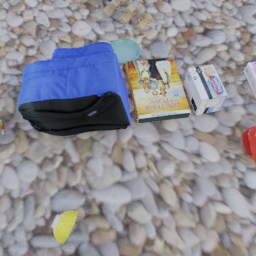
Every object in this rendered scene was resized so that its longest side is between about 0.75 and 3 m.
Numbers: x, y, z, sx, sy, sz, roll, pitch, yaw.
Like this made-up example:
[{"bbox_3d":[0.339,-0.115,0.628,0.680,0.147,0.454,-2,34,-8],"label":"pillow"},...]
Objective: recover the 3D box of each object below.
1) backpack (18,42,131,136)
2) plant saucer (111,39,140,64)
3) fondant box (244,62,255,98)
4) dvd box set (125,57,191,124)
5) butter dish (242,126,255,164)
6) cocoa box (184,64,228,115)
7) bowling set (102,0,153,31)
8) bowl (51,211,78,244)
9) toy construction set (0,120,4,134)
[{"bbox_3d":[-1.512,-1.025,8.061,2.858,2.322,2.398,-10,60,6],"label":"backpack"},{"bbox_3d":[-0.149,-2.727,10.117,1.189,0.214,1.189,0,62,0],"label":"plant saucer"},{"bbox_3d":[4.713,-1.516,9.318,1.130,0.456,1.567,-8,61,-4],"label":"fondant box"},{"bbox_3d":[0.933,-1.297,9.223,1.706,0.343,2.332,-7,62,-7],"label":"dvd box set"},{"bbox_3d":[3.716,0.352,8.165,1.056,0.783,1.059,-23,104,-22],"label":"butter dish"},{"bbox_3d":[2.436,-1.222,8.913,0.859,0.873,1.310,-11,62,-6],"label":"cocoa box"},{"bbox_3d":[0.047,-4.746,10.594,2.035,1.416,1.092,28,63,10],"label":"bowling set"},{"bbox_3d":[-1.627,2.379,6.932,0.439,0.816,0.816,29,63,-9],"label":"bowl"},{"bbox_3d":[-4.178,0.110,8.388,0.872,0.728,0.670,0,68,-28],"label":"toy construction set"}]
